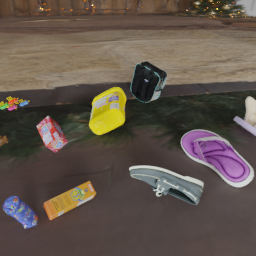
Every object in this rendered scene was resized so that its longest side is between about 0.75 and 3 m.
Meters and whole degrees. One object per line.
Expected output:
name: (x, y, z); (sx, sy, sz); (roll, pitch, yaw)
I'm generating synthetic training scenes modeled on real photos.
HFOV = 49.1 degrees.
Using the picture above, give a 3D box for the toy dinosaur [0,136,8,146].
toy dinosaur: (-3.988, 0.051, 7.627); (1.278, 0.727, 2.407); (-31, 49, -27)

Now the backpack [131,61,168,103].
backpack: (0.788, -1.727, 10.769); (1.230, 1.399, 1.073); (34, 31, 22)

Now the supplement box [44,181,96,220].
supplement box: (-1.154, 1.437, 5.624); (1.001, 0.344, 0.333); (-22, 69, -31)

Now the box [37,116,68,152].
box: (-1.904, 0.147, 7.016); (0.424, 0.406, 0.850); (-41, 49, 2)

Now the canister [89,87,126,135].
canister: (-0.633, -0.562, 8.923); (1.168, 0.681, 1.573); (-26, 28, 14)

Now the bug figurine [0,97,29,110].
bug figurine: (-4.027, -0.841, 9.911); (0.812, 0.269, 1.047); (-21, -4, 9)

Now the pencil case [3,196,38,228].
pencil case: (-1.944, 1.554, 5.104); (0.302, 0.775, 0.337); (-2, 48, 17)

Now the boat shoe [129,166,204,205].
boat shoe: (0.775, 1.166, 5.745); (1.611, 0.587, 0.498); (16, 68, -8)

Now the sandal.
sandal: (2.114, 0.553, 6.876); (0.899, 0.543, 2.210); (-46, 41, -5)

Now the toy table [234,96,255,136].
toy table: (3.754, -0.250, 8.173); (1.249, 0.795, 1.358); (32, 12, -22)
